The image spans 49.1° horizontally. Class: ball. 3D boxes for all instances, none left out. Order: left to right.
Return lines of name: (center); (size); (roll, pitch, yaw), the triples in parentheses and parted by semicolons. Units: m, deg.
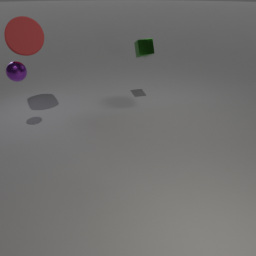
ball: (-3.919, -1.983, 9.842); (0.700, 0.700, 0.700); (0, 28, 0)

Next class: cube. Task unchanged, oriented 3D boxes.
cube: (0.739, -3.636, 12.754); (0.700, 0.700, 0.700); (-10, 8, -11)

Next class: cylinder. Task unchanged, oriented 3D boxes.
cylinder: (-4.082, -3.560, 10.973); (1.400, 1.400, 1.400); (-11, 18, -20)
